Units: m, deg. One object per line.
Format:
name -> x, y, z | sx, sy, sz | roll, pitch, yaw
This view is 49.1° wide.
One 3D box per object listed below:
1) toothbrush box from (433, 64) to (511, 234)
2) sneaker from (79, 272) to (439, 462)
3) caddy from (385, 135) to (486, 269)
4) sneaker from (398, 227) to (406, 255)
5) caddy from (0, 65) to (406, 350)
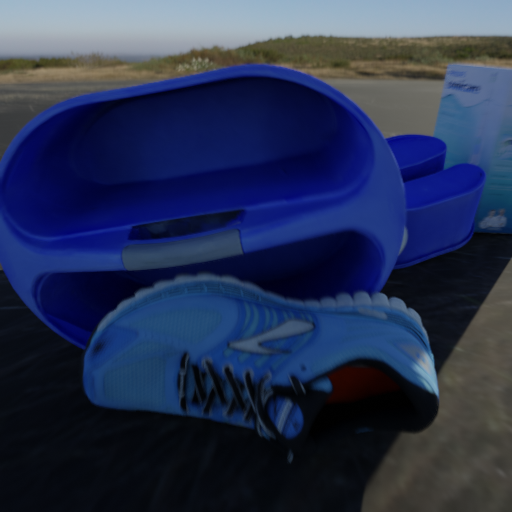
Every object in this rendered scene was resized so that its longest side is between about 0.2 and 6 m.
toothbrush box -> 4.072, -1.938, 9.913 | 1.138, 2.669, 1.954 | 1, 20, -12
sneaker -> 0.063, 0.954, 4.693 | 3.121, 1.223, 1.404 | -1, 25, -3
caddy -> 2.221, -0.776, 8.804 | 2.727, 1.431, 1.928 | -17, 46, -21
sneaker -> 0.410, -0.649, 7.435 | 3.140, 1.327, 1.177 | 13, 55, 37
caddy -> -0.561, -0.374, 5.577 | 3.895, 2.754, 2.045 | -9, 22, 8
